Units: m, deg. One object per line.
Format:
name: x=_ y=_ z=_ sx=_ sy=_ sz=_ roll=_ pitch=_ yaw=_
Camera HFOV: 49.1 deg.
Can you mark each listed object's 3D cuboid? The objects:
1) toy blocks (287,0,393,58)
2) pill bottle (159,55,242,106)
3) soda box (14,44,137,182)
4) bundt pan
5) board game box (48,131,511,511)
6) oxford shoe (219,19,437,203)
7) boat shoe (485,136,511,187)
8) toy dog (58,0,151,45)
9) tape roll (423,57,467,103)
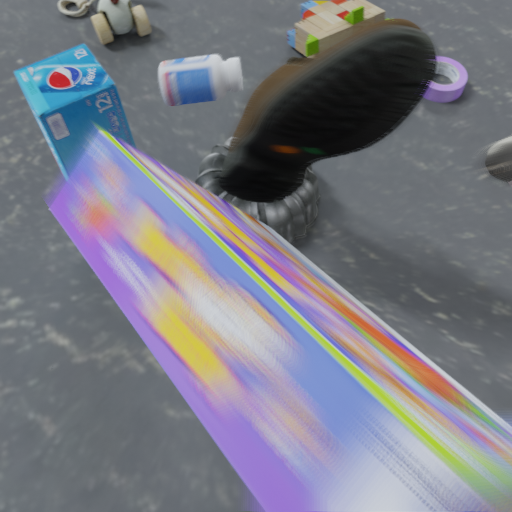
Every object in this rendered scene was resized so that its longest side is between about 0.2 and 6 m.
toy blocks: x=1.385 y=-4.381 z=10.602 sx=2.012 sy=1.006 sz=1.376 roll=-29 pitch=52 yaw=-17
pill bottle: x=-0.677 y=-2.197 z=6.985 sx=0.975 sy=0.547 sz=0.547 roll=-5 pitch=59 yaw=4
soda box: x=-2.068 y=-1.168 z=7.422 sx=0.931 sy=2.900 sz=0.984 roll=-28 pitch=58 yaw=-15
bundt pan: x=-0.009 y=-1.097 z=8.654 sx=2.088 sy=0.784 sz=2.088 roll=0 pitch=59 yaw=1
board game box: x=0.268 y=0.609 z=4.347 sx=0.826 sy=2.480 sz=3.688 roll=-54 pitch=51 yaw=8
oxford shoe: x=0.548 y=-1.655 z=5.814 sx=1.137 sy=3.129 sz=1.321 roll=21 pitch=69 yaw=-26
boat shoe: x=3.193 y=-0.864 z=5.916 sx=0.809 sy=2.420 sz=0.690 roll=20 pitch=89 yaw=-15
toy dog: x=-2.892 y=-5.078 z=10.832 sx=1.436 sy=1.049 sz=2.177 roll=-40 pitch=67 yaw=-21
tape roll: x=3.340 y=-3.208 z=10.176 sx=0.894 sy=0.293 sz=0.894 roll=0 pitch=59 yaw=-1
